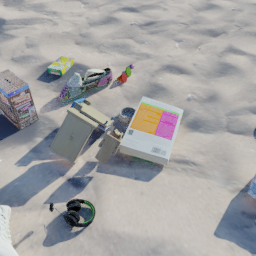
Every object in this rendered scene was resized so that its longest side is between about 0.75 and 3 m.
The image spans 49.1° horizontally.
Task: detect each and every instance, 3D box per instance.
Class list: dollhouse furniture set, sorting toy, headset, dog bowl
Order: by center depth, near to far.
[{"bbox_3d":[-1.652,2.473,8.389,1.374,0.646,0.849,7,43,-8],"label":"headset"},{"bbox_3d":[-1.406,0.253,10.749,2.376,1.643,2.517,32,17,1],"label":"dollhouse furniture set"},{"bbox_3d":[0.008,-0.577,11.800,0.823,0.241,0.823,0,45,0],"label":"dog bowl"},{"bbox_3d":[-0.173,-2.733,13.967,0.472,0.476,1.372,-2,41,33],"label":"sorting toy"}]

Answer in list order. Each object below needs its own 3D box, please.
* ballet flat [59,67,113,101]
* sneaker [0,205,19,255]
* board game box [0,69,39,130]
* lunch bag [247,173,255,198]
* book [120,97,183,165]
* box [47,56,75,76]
[{"bbox_3d":[-1.942,-2.165,12.879,2.798,0.996,0.967,-24,49,-23],"label":"ballet flat"},{"bbox_3d":[-3.725,2.796,7.817,2.708,1.055,1.345,29,48,25],"label":"sneaker"},{"bbox_3d":[-4.544,-1.131,11.206,1.479,1.855,0.898,33,53,30],"label":"board game box"},{"bbox_3d":[4.507,1.918,8.777,1.246,0.934,1.469,25,40,21],"label":"lunch bag"},{"bbox_3d":[0.990,0.042,10.818,1.818,0.654,2.721,16,48,12],"label":"book"},{"bbox_3d":[-3.401,-3.247,14.424,0.848,0.350,1.445,14,45,15],"label":"box"}]
